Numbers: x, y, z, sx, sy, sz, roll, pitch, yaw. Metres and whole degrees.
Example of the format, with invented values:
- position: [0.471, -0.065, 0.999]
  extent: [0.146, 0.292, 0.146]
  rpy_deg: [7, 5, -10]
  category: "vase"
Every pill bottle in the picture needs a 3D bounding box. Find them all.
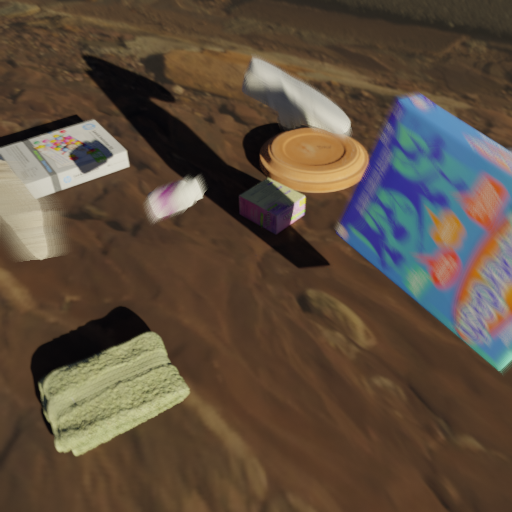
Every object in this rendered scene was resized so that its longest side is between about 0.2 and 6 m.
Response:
- position: [-1.271, -0.931, 8.869]
  extent: [0.783, 0.440, 0.440]
  rpy_deg: [-21, 43, 0]
  category: "pill bottle"

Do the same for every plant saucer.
- position: [1.303, -2.276, 12.683]
  extent: [2.468, 0.398, 2.468]
  rpy_deg: [1, 41, 0]
  category: "plant saucer"

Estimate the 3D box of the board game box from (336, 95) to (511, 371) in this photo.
- position: [2.547, -0.311, 7.007]
  extent: [0.645, 2.179, 2.865]
  rpy_deg: [-23, 55, -40]
  category: "board game box"

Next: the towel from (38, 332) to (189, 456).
- position: [-2.032, 1.883, 7.946]
  extent: [1.896, 0.346, 1.406]
  rpy_deg: [-21, 46, -22]
  category: "towel"

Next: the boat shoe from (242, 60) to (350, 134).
- position: [0.650, -2.623, 9.866]
  extent: [2.071, 0.723, 0.734]
  rpy_deg: [32, 31, 5]
  category: "boat shoe"

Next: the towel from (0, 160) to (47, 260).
- position: [-3.259, -0.716, 7.512]
  extent: [0.257, 0.990, 1.493]
  rpy_deg: [-32, 65, -31]
  category: "towel"

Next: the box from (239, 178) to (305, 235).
- position: [0.314, -1.005, 11.151]
  extent: [0.997, 0.482, 0.877]
  rpy_deg: [30, 49, 31]
  category: "box"

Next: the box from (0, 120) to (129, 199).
- position: [-4.298, -2.189, 12.523]
  extent: [2.321, 0.478, 1.810]
  rpy_deg: [-24, 47, -26]
  category: "box"
